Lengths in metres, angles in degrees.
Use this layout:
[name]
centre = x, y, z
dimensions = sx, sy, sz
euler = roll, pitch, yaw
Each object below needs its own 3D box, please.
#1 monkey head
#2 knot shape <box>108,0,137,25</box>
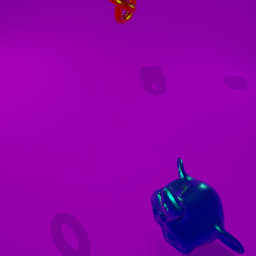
[monkey head]
centre = 1.077, 1.334, 4.819
dimensions = 1.203, 1.436, 1.996
euler = -23, 55, -12
[knot shape]
centre = -0.261, -4.395, 9.088
dimensions = 0.841, 1.704, 1.821
euler = -14, 5, 12
